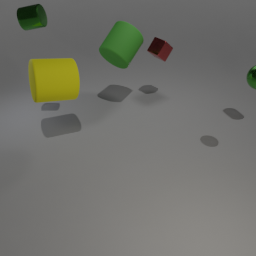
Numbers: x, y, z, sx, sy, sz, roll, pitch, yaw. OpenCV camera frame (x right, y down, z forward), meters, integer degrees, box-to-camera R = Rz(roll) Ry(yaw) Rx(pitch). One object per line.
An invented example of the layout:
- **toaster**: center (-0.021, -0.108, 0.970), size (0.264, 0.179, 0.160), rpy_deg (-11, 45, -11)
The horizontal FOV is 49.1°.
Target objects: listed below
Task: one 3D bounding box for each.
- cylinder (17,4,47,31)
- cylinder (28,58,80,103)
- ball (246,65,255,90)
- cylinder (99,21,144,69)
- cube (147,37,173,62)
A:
- **cylinder**: center (-3.045, -3.525, 8.926), size (0.700, 0.700, 0.700), rpy_deg (-7, 31, 10)
- **cylinder**: center (-2.486, -1.599, 9.361), size (1.400, 1.400, 1.400), rpy_deg (-8, 33, -25)
- **ball**: center (3.606, -1.386, 7.632), size (0.700, 0.700, 0.700), rpy_deg (0, 32, 0)
- **cylinder**: center (-0.279, -3.450, 11.704), size (1.400, 1.400, 1.400), rpy_deg (25, 79, 33)
- **cube**: center (1.426, -3.492, 12.434), size (0.700, 0.700, 0.700), rpy_deg (37, 10, 38)
